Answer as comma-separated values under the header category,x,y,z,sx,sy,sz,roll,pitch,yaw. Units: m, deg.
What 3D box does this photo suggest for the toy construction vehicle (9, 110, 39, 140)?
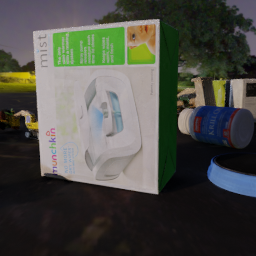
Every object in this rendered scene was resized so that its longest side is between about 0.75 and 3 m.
category,x,y,z,sx,sy,sz,roll,pitch,yaw
toy construction vehicle,-2.447,-0.215,9.128,2.251,0.793,1.960,7,11,35

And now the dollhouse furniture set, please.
category,x,y,z,sx,sy,sz,roll,pitch,yaw
dollhouse furniture set,2.250,-1.070,11.142,2.195,1.458,1.924,-7,2,43

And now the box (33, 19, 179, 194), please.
category,x,y,z,sx,sy,sz,roll,pitch,yaw
box,-0.337,-0.398,4.886,2.234,2.532,1.224,5,11,22

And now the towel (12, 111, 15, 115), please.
category,x,y,z,sx,sy,sz,roll,pitch,yaw
towel,-6.060,-0.484,12.745,1.062,0.223,2.467,-6,11,-4

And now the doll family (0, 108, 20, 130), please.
category,x,y,z,sx,sy,sz,roll,pitch,yaw
doll family,-4.265,-0.239,9.136,1.203,0.816,2.081,4,8,5

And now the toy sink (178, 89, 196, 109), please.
category,x,y,z,sx,sy,sz,roll,pitch,yaw
toy sink,3.447,-1.300,15.130,0.830,1.481,0.965,-36,23,-19

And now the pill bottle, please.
category,x,y,z,sx,sy,sz,roll,pitch,yaw
pill bottle,2.312,-0.084,7.617,1.035,1.035,1.844,-8,11,-40

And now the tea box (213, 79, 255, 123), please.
category,x,y,z,sx,sy,sz,roll,pitch,yaw
tea box,5.129,-1.268,12.427,2.677,1.788,2.633,-3,10,-20

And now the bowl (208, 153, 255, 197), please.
category,x,y,z,sx,sy,sz,roll,pitch,yaw
bowl,2.201,0.745,4.789,1.612,0.316,1.612,0,10,0
